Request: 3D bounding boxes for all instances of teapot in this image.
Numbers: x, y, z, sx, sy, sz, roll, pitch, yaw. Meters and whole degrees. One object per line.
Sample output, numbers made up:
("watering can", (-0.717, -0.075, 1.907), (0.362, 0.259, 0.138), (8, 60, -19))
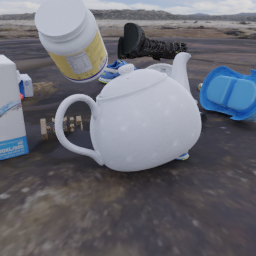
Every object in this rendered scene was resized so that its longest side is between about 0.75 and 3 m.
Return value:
("teapot", (1.088, -1.139, 9.619), (1.961, 1.987, 1.451), (-38, -12, -4))
("teapot", (0.189, -0.419, 6.321), (2.710, 2.005, 2.746), (-14, 18, 21))

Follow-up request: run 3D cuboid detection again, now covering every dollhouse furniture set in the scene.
("dollhouse furniture set", (-1.910, 0.038, 8.122), (1.136, 0.589, 0.503), (-6, 62, -15))

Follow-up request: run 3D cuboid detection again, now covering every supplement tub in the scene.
("supplement tub", (-1.310, -2.087, 6.784), (1.352, 1.352, 1.859), (4, -20, 11))

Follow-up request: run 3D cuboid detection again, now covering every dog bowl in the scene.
("dog bowl", (3.613, -1.139, 9.428), (0.719, 1.618, 2.902), (15, 10, -26))

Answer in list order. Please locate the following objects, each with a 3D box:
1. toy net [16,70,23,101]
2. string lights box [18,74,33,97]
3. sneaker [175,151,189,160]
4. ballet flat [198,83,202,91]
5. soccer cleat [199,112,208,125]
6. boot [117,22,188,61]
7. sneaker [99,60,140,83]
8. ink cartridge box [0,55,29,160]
("toy net", (-4.609, -1.584, 10.814), (1.279, 0.471, 2.439), (-2, 50, 7))
("string lights box", (-5.561, -1.721, 11.939), (2.677, 0.789, 1.375), (-10, 24, -24))
("sneaker", (0.923, 0.448, 6.963), (1.193, 0.490, 0.441), (6, 25, 18))
("ballet flat", (3.464, -1.956, 13.220), (0.308, 0.308, 0.872), (4, 22, 11))
("soccer cleat", (1.874, -0.128, 8.606), (1.300, 0.454, 0.561), (-21, 5, -33))
("boot", (1.050, -3.163, 10.641), (2.607, 1.037, 2.995), (0, 4, -12))
("sneaker", (-0.158, -2.990, 14.673), (2.760, 1.135, 1.021), (-7, 21, -20))
("ink cartridge box", (-3.612, -0.514, 6.892), (1.667, 2.305, 1.697), (-13, 25, -30))
